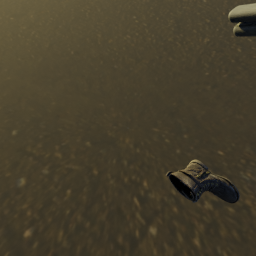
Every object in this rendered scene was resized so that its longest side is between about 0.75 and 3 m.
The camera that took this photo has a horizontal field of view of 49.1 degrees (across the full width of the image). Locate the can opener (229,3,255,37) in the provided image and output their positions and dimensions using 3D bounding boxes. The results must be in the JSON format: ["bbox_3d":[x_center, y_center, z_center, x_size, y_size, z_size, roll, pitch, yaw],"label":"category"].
[{"bbox_3d":[3.269,-2.269,5.426,0.916,0.731,2.740,-40,28,-10],"label":"can opener"}]

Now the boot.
[{"bbox_3d":[1.310,1.065,4.916,1.187,0.411,1.033,36,27,21],"label":"boot"}]
